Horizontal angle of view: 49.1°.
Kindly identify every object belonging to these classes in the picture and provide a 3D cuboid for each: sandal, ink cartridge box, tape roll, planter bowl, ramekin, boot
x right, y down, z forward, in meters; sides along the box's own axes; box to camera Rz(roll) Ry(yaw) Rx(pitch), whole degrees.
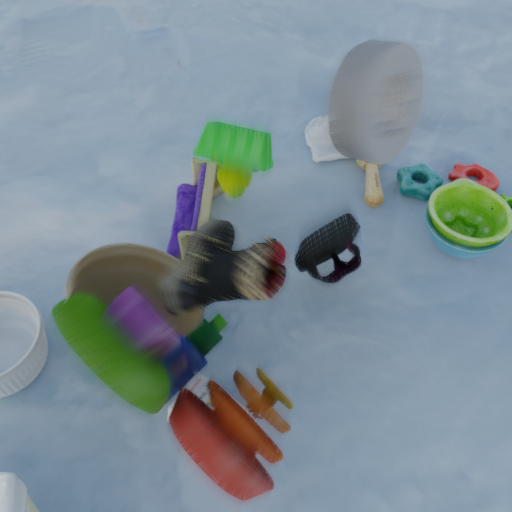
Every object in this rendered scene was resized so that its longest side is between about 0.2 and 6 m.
[{"bbox_3d":[1.039,0.032,7.751,0.983,2.615,0.626,-32,82,5],"label":"sandal"},{"bbox_3d":[-0.630,2.042,7.173,0.834,0.609,0.612,34,59,12],"label":"ink cartridge box"},{"bbox_3d":[1.823,-2.299,8.442,0.583,1.764,1.764,22,53,37],"label":"tape roll"},{"bbox_3d":[-1.718,0.867,7.630,1.795,1.208,1.795,15,41,-13],"label":"planter bowl"},{"bbox_3d":[-3.602,1.276,7.765,1.438,0.755,1.438,0,52,0],"label":"ramekin"},{"bbox_3d":[-0.276,0.052,7.243,1.382,0.671,1.835,-8,27,26],"label":"boot"}]

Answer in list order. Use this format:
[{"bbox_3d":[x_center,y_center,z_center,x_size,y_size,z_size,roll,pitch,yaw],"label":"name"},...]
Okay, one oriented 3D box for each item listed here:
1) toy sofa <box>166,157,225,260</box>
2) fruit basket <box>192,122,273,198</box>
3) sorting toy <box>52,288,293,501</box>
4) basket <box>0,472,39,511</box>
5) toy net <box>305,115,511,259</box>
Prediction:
[{"bbox_3d":[-1.015,-0.768,9.363,0.891,0.756,1.826,3,52,1],"label":"toy sofa"},{"bbox_3d":[-0.343,-1.404,8.592,1.222,1.222,0.881,13,17,10],"label":"fruit basket"},{"bbox_3d":[-0.675,1.184,6.006,1.209,1.769,2.945,-45,103,-8],"label":"sorting toy"},{"bbox_3d":[-3.119,3.689,5.293,1.840,1.675,2.715,-3,53,-3],"label":"basket"},{"bbox_3d":[2.772,-1.690,10.011,2.361,0.869,4.501,-32,58,-22],"label":"toy net"}]
